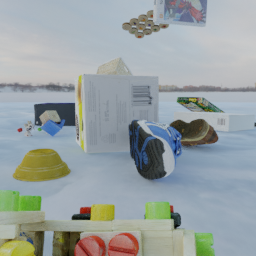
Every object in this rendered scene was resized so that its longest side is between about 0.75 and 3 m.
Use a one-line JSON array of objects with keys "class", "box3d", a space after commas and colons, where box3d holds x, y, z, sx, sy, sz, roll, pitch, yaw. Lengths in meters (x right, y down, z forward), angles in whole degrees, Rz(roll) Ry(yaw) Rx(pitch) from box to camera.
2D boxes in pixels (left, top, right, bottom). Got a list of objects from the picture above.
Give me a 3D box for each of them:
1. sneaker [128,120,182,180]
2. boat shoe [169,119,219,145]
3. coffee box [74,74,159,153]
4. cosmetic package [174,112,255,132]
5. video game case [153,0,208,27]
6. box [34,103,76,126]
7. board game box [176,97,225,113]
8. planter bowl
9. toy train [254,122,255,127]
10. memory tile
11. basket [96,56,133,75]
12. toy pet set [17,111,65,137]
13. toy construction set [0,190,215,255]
[{"class": "sneaker", "box3d": [0.584, 0.269, 5.425, 1.027, 1.010, 2.667, -4, 9, -3]}, {"class": "boat shoe", "box3d": [1.681, 0.208, 7.821, 0.682, 0.727, 2.021, 32, -13, -19]}, {"class": "coffee box", "box3d": [-0.392, -0.441, 7.551, 1.893, 1.890, 1.872, -2, 7, -18]}, {"class": "cosmetic package", "box3d": [3.513, -0.321, 11.590, 1.963, 0.673, 2.603, -6, 9, -39]}, {"class": "video game case", "box3d": [1.419, -3.520, 7.332, 1.710, 1.558, 0.196, -7, 15, -29]}, {"class": "box", "box3d": [-2.840, -0.693, 13.338, 2.653, 1.046, 1.872, 0, 10, 2]}, {"class": "board game box", "box3d": [3.684, -0.838, 13.301, 2.764, 0.324, 1.448, 23, -12, -39]}, {"class": "planter bowl", "box3d": [-1.555, 0.614, 5.071, 1.015, 0.423, 1.015, 1, 7, 0]}, {"class": "toy train", "box3d": [5.693, -0.144, 12.202, 1.248, 0.213, 0.286, 0, -5, 9]}, {"class": "memory tile", "box3d": [0.694, -4.108, 11.244, 1.652, 0.139, 1.266, -9, -19, 39]}, {"class": "basket", "box3d": [-0.746, -2.696, 14.960, 1.553, 1.540, 1.249, -15, 40, 31]}, {"class": "toy pet set", "box3d": [-2.799, 0.046, 9.743, 1.348, 0.767, 1.444, -36, -15, 27]}, {"class": "toy construction set", "box3d": [-0.187, 0.796, 1.679, 1.912, 0.881, 1.254, 10, -14, 17]}]
